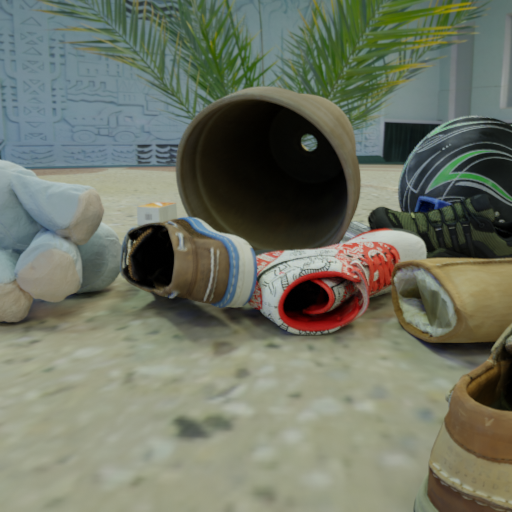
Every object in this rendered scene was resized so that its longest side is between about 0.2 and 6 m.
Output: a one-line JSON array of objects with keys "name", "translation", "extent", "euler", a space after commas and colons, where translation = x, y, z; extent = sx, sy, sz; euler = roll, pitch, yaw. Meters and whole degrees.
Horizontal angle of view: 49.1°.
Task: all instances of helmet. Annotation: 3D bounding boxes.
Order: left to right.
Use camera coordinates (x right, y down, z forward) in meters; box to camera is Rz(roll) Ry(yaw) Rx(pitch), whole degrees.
[{"name": "helmet", "translation": [4.901, -1.710, 13.104], "extent": [2.939, 3.083, 3.083], "euler": [20, 16, 11]}]

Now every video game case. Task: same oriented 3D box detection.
[{"name": "video game case", "translation": [2.033, -0.306, 11.549], "extent": [1.894, 0.180, 1.353], "euler": [-13, 34, -44]}]

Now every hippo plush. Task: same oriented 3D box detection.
[{"name": "hippo plush", "translation": [-3.268, -0.132, 8.141], "extent": [2.867, 2.284, 2.306], "euler": [32, -10, 16]}]

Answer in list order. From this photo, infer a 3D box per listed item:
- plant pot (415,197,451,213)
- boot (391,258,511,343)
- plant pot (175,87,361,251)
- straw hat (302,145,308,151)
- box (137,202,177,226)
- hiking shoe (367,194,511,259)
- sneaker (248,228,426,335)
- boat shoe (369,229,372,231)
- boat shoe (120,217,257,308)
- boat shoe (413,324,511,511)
[{"name": "plant pot", "translation": [3.734, -0.509, 11.111], "extent": [1.020, 1.134, 1.134], "euler": [11, 9, -6]}, {"name": "boot", "translation": [3.825, 0.568, 6.008], "extent": [3.801, 1.257, 3.328], "euler": [0, -1, -7]}, {"name": "plant pot", "translation": [0.509, -1.544, 9.396], "extent": [2.906, 2.906, 2.521], "euler": [5, 29, 23]}, {"name": "straw hat", "translation": [0.196, -1.219, 12.421], "extent": [1.610, 3.803, 3.803], "euler": [-40, -14, 35]}, {"name": "box", "translation": [-2.738, -1.165, 15.562], "extent": [0.681, 0.534, 1.096], "euler": [4, 13, 17]}, {"name": "hiking shoe", "translation": [3.168, -0.541, 9.107], "extent": [2.648, 1.333, 1.003], "euler": [14, 33, -8]}, {"name": "sneaker", "translation": [1.329, 0.340, 7.475], "extent": [3.003, 1.003, 1.610], "euler": [-7, 16, -18]}, {"name": "boat shoe", "translation": [2.191, -0.140, 9.900], "extent": [0.927, 0.878, 2.651], "euler": [8, 14, 34]}, {"name": "boat shoe", "translation": [-1.233, -0.035, 7.782], "extent": [1.172, 1.170, 3.238], "euler": [8, -1, -30]}, {"name": "boat shoe", "translation": [2.159, 1.004, 3.879], "extent": [1.167, 1.139, 3.085], "euler": [10, 15, 39]}]
